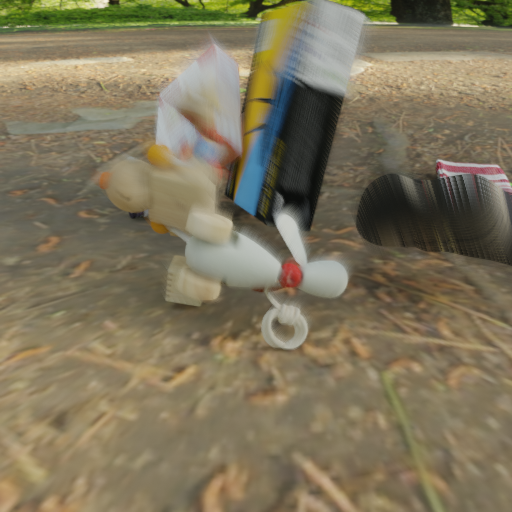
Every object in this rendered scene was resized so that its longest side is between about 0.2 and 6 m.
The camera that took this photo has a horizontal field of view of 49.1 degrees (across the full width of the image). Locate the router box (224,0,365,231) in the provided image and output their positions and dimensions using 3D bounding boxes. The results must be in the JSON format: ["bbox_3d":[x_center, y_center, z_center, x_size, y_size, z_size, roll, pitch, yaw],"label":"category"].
[{"bbox_3d":[0.455,-2.242,9.036,0.822,3.217,2.400,8,14,-21],"label":"router box"}]

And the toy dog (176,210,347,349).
[{"bbox_3d":[-0.037,0.069,6.637,2.022,1.334,0.974,32,12,-20],"label":"toy dog"}]

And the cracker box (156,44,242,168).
[{"bbox_3d":[-1.042,-2.396,9.883,0.675,1.568,2.341,30,43,-37],"label":"cracker box"}]

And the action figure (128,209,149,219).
[{"bbox_3d":[-1.726,-0.949,10.243,1.170,0.406,0.761,-17,26,-36],"label":"action figure"}]

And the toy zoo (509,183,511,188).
[{"bbox_3d":[4.599,-1.015,10.547,1.318,0.205,2.008,-5,28,-10],"label":"toy zoo"}]

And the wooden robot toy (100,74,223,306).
[{"bbox_3d":[-1.155,-0.787,6.819,1.364,3.006,1.324,7,41,0],"label":"wooden robot toy"}]

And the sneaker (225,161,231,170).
[{"bbox_3d":[-0.605,-2.552,12.741,2.635,0.927,1.056,24,33,38],"label":"sneaker"}]

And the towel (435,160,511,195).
[{"bbox_3d":[4.310,-1.547,11.139,1.343,0.212,1.865,6,28,10],"label":"towel"}]

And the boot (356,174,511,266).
[{"bbox_3d":[2.712,-0.403,7.259,2.025,0.984,2.690,13,-4,-21],"label":"boot"}]
